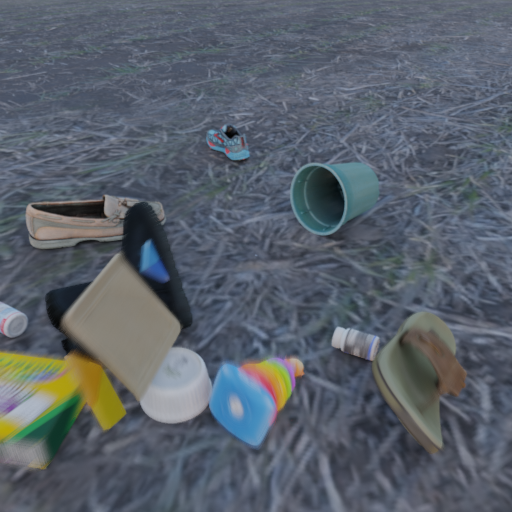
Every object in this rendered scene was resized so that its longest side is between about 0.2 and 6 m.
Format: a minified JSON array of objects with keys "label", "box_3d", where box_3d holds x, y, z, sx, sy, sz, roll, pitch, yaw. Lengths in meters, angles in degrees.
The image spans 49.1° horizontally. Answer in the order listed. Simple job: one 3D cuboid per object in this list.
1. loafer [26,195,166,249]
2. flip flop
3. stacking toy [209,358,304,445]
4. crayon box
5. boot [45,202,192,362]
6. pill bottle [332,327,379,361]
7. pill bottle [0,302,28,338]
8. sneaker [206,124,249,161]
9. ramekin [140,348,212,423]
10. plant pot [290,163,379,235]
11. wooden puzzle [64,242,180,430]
[{"label":"loafer","box_3d":[-3.403,-0.864,12.042,2.917,0.917,1.049,-12,35,-18]},{"label":"flip flop","box_3d":[2.460,1.506,7.804,1.236,0.878,3.048,52,31,3]},{"label":"stacking toy","box_3d":[0.213,1.845,8.095,0.971,0.918,1.673,33,29,26]},{"label":"crayon box","box_3d":[-3.413,2.085,7.845,1.749,0.510,1.509,6,33,8]},{"label":"boot","box_3d":[-2.440,0.379,9.330,2.130,0.968,2.535,-14,72,-24]},{"label":"pill bottle","box_3d":[1.598,1.400,9.019,0.693,0.394,0.394,15,36,22]},{"label":"pill bottle","box_3d":[-4.316,1.051,9.520,0.812,0.441,0.441,19,37,27]},{"label":"sneaker","box_3d":[-0.785,-3.409,16.019,0.736,0.887,1.857,-22,39,-31]},{"label":"ramekin","box_3d":[-1.199,1.832,8.178,1.072,0.563,1.072,-1,34,1]},{"label":"plant pot","box_3d":[1.842,-1.403,12.473,1.537,1.569,1.569,-21,38,-41]},{"label":"wooden puzzle","box_3d":[-1.806,0.977,7.716,0.297,1.716,2.543,-22,18,30]}]
